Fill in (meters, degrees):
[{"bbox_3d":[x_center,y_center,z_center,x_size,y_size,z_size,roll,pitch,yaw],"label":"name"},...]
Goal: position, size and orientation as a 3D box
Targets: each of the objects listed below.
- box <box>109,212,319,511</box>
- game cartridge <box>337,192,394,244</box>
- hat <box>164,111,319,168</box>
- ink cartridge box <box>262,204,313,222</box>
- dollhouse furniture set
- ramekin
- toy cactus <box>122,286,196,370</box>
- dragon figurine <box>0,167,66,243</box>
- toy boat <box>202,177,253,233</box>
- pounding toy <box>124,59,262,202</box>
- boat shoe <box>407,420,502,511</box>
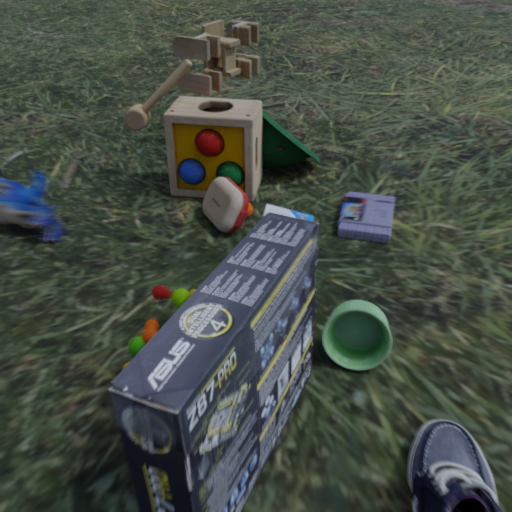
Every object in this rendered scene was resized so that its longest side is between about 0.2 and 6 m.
[{"bbox_3d":[-0.176,1.316,5.927,0.749,2.457,3.048,15,38,20],"label":"box"},{"bbox_3d":[2.169,-0.800,11.014,1.013,0.300,1.563,12,36,9],"label":"game cartridge"},{"bbox_3d":[-0.158,-2.148,12.923,2.496,2.197,2.068,43,11,15],"label":"hat"},{"bbox_3d":[0.495,-0.294,9.887,0.930,0.545,1.270,14,34,-1],"label":"ink cartridge box"},{"bbox_3d":[-1.267,-4.648,14.521,1.784,2.685,2.353,19,38,26],"label":"dollhouse furniture set"},{"bbox_3d":[1.387,1.058,7.690,0.925,0.925,0.452,8,21,11],"label":"ramekin"},{"bbox_3d":[-0.827,1.192,7.510,1.719,1.065,2.083,10,31,-8],"label":"toy cactus"},{"bbox_3d":[-4.518,-1.146,10.968,1.373,0.813,2.761,-9,41,-16],"label":"dragon figurine"},{"bbox_3d":[-0.449,-0.967,10.936,0.868,0.866,1.328,14,22,-38],"label":"toy boat"},{"bbox_3d":[-1.411,-2.572,11.536,2.922,2.567,1.337,5,35,8],"label":"pounding toy"},{"bbox_3d":[2.023,2.390,5.462,0.950,1.180,2.544,5,35,8],"label":"boat shoe"}]
